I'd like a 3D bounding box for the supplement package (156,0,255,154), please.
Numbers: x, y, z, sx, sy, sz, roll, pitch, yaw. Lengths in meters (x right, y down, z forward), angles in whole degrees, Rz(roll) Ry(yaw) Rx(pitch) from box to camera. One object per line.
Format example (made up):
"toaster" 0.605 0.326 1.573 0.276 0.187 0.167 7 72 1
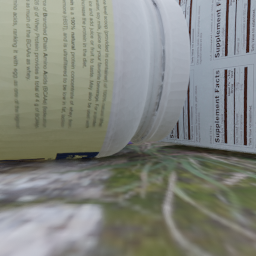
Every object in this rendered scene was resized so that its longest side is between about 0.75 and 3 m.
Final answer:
"supplement package" 2.029 -0.685 3.340 2.418 1.859 2.528 -3 5 -39

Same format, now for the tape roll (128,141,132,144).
"tape roll" -0.441 -0.075 4.239 1.290 0.548 1.290 0 5 0

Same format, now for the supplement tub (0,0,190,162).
"supplement tub" -0.855 -0.575 2.573 2.410 1.748 1.748 -1 4 -18
